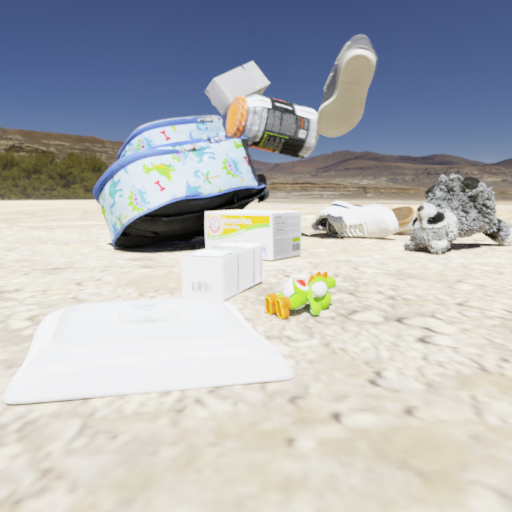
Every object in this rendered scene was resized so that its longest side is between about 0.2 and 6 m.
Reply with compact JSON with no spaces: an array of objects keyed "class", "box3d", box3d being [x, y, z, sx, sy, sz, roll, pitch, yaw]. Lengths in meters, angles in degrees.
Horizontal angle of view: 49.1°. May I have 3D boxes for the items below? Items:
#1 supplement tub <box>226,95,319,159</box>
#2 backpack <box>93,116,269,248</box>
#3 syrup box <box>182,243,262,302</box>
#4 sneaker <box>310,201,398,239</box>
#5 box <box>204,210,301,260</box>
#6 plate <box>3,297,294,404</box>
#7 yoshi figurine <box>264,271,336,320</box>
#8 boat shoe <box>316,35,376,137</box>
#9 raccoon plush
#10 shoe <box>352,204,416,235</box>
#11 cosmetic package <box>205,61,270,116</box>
[{"class":"supplement tub","box3d":[0.395,-3.188,13.721,2.080,1.274,1.274,8,4,-23]},{"class":"backpack","box3d":[-1.980,-1.631,13.055,3.380,2.484,3.093,-18,-11,-36]},{"class":"syrup box","box3d":[-0.433,0.191,7.880,0.598,0.619,1.520,3,8,21]},{"class":"sneaker","box3d":[2.707,-0.848,15.424,1.055,1.001,2.620,-28,23,-33]},{"class":"box","box3d":[-0.093,-0.469,11.641,1.827,0.926,1.027,5,9,39]},{"class":"plate","box3d":[-0.971,0.708,5.056,2.137,0.346,2.141,-3,8,-14]},{"class":"yoshi figurine","box3d":[0.574,0.530,6.581,0.907,0.510,0.508,-20,-24,-28]},{"class":"boat shoe","box3d":[2.014,-3.738,12.573,0.971,0.838,2.673,10,-29,-5]},{"class":"raccoon plush","box3d":[4.708,-0.456,12.565,2.945,1.973,1.425,31,-16,-12]},{"class":"shoe","box3d":[3.449,-0.968,16.710,2.801,0.979,0.748,4,-35,38]},{"class":"cosmetic package","box3d":[-0.487,-4.347,14.507,1.518,0.811,0.684,-39,2,-37]}]
